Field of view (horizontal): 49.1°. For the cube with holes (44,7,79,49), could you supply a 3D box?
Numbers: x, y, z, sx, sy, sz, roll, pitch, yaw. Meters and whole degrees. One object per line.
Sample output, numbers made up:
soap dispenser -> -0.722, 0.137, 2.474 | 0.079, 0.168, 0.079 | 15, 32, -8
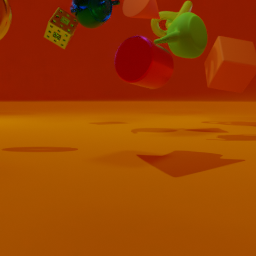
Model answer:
cube with holes -> -2.534, -3.800, 10.714 | 0.888, 0.888, 0.888 | 29, -32, -15

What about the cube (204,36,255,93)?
cube -> 3.699, -2.277, 10.130 | 1.339, 1.339, 1.339 | 8, -35, -5

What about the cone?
cone -> 0.645, -3.646, 8.600 | 1.155, 1.155, 1.159 | 6, -10, 45

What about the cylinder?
cylinder -> 0.269, -1.036, 4.536 | 0.719, 0.719, 0.719 | 4, 1, 35

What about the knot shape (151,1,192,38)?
knot shape -> 1.756, -4.099, 10.808 | 1.763, 0.871, 1.884 | -13, 6, 26

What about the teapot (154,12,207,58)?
teapot -> 1.332, -2.178, 6.758 | 0.841, 1.068, 1.718 | -6, 11, 45

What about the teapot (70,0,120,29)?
teapot -> -1.035, -3.602, 8.319 | 0.985, 1.251, 2.012 | 17, 36, 43

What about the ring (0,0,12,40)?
ring -> -2.823, -2.165, 5.233 | 1.241, 1.241, 0.248 | -1, 10, -6
